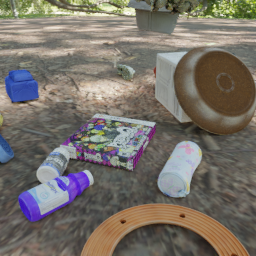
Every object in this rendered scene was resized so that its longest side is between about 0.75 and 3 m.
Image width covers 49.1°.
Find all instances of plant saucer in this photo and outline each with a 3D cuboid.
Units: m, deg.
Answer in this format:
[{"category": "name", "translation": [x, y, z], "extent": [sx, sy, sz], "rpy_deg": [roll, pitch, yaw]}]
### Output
[{"category": "plant saucer", "translation": [2.814, -1.276, 8.472], "extent": [2.938, 2.938, 0.537], "rpy_deg": [-10, -14, -20]}]

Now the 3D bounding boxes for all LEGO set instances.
[{"category": "LEGO set", "translation": [1.390, -3.005, 6.266], "extent": [2.777, 0.787, 1.804], "rpy_deg": [-2, -7, 40]}]

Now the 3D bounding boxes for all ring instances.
[{"category": "ring", "translation": [0.578, 2.119, 4.242], "extent": [2.638, 0.253, 2.638], "rpy_deg": [-1, 26, 0]}]

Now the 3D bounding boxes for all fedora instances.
[{"category": "fedora", "translation": [1.117, -4.127, 10.343], "extent": [2.276, 1.162, 2.574], "rpy_deg": [9, 30, 12]}]

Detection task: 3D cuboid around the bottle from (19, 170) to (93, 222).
[{"category": "bottle", "translation": [-1.383, 1.286, 5.629], "extent": [1.473, 0.481, 0.615], "rpy_deg": [-22, 36, -37]}]

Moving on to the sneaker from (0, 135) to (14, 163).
[{"category": "sneaker", "translation": [-3.848, 0.355, 7.350], "extent": [0.880, 0.792, 2.259], "rpy_deg": [-45, 54, -12]}]

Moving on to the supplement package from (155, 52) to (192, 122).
[{"category": "supplement package", "translation": [2.219, -1.556, 9.874], "extent": [1.806, 1.792, 2.379], "rpy_deg": [-7, 27, -14]}]

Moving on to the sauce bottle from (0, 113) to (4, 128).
[{"category": "sauce bottle", "translation": [-4.070, -0.091, 8.512], "extent": [0.396, 0.396, 1.224], "rpy_deg": [-6, 26, -11]}]

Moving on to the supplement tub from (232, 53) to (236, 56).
[{"category": "supplement tub", "translation": [5.136, -3.692, 15.289], "extent": [1.343, 0.823, 0.823], "rpy_deg": [3, 27, 8]}]

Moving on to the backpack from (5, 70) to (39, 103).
[{"category": "backpack", "translation": [-4.169, -1.701, 10.959], "extent": [1.118, 1.154, 1.376], "rpy_deg": [-8, 23, -32]}]

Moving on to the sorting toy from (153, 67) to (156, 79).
[{"category": "sorting toy", "translation": [2.263, -2.127, 12.225], "extent": [2.518, 1.034, 1.513], "rpy_deg": [10, 41, -5]}]

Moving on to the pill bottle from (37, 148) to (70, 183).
[{"category": "pill bottle", "translation": [-1.689, 0.858, 6.463], "extent": [0.511, 0.511, 0.899], "rpy_deg": [3, 27, 7]}]

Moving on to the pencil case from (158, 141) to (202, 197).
[{"category": "pencil case", "translation": [1.205, 0.882, 6.283], "extent": [0.699, 0.641, 1.541], "rpy_deg": [24, 33, 13]}]

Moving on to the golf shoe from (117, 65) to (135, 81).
[{"category": "golf shoe", "translation": [0.043, -2.769, 13.696], "extent": [0.820, 0.660, 1.687], "rpy_deg": [-4, 27, -20]}]

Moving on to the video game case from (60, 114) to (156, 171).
[{"category": "video game case", "translation": [-0.445, 0.289, 7.750], "extent": [1.983, 0.392, 2.188], "rpy_deg": [9, 28, 18]}]
